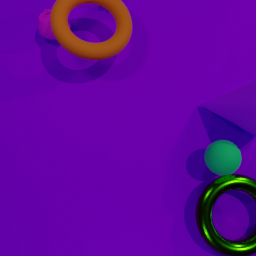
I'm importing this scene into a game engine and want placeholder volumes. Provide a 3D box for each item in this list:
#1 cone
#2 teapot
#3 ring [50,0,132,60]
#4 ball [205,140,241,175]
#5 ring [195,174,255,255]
[{"bbox_3d":[2.535,-0.557,6.874,1.558,1.552,1.552,5,75,32],"label":"cone"},{"bbox_3d":[-1.972,-2.778,7.405,0.865,0.681,1.391,-27,52,-14],"label":"teapot"},{"bbox_3d":[-0.864,-2.558,6.794,1.973,0.395,1.973,3,74,-11],"label":"ring"},{"bbox_3d":[2.192,0.684,6.488,0.806,0.806,0.806,0,77,0],"label":"ball"},{"bbox_3d":[2.503,2.021,6.489,1.904,0.381,1.904,0,85,-4],"label":"ring"}]
